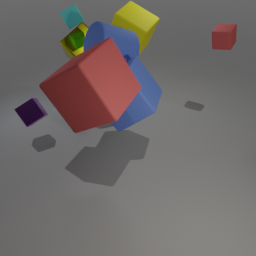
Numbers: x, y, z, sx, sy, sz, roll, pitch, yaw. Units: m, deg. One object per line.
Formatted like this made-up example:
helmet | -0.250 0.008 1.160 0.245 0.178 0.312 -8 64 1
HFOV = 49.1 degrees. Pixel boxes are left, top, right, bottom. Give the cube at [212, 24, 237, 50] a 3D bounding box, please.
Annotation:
cube | 3.547 -3.358 10.320 0.700 0.700 0.700 13 46 31

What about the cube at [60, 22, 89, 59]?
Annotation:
cube | -2.033 -3.633 12.884 1.400 1.400 1.400 45 82 6

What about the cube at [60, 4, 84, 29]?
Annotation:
cube | -2.261 -4.479 11.277 0.700 0.700 0.700 -31 24 0

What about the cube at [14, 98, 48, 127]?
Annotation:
cube | -3.215 -0.530 9.367 0.700 0.700 0.700 -34 9 -3

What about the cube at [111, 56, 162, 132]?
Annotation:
cube | -0.005 -1.018 8.411 1.400 1.400 1.400 -29 21 30

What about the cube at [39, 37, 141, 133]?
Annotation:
cube | -0.813 -0.944 6.401 1.400 1.400 1.400 -15 28 38

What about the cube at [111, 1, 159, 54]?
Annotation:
cube | 0.172 -3.888 11.189 1.400 1.400 1.400 32 50 2

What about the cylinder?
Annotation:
cylinder | -0.564 -2.678 9.357 1.400 1.400 1.400 2 25 -37
